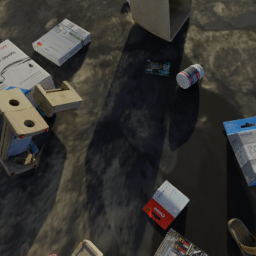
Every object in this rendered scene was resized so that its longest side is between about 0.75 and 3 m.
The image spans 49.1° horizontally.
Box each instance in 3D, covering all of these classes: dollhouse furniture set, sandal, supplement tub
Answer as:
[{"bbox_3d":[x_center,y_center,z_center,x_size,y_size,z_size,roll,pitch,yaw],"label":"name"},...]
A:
[{"bbox_3d":[-0.812,4.240,7.978,2.063,0.796,1.031,29,70,37],"label":"dollhouse furniture set"},{"bbox_3d":[3.634,3.440,8.343,0.663,0.446,1.650,-26,64,-14],"label":"sandal"},{"bbox_3d":[-3.079,-0.087,9.827,2.876,2.027,2.015,-19,58,-44],"label":"dollhouse furniture set"},{"bbox_3d":[2.519,-2.100,11.335,0.973,0.683,0.683,-34,66,-17],"label":"supplement tub"}]

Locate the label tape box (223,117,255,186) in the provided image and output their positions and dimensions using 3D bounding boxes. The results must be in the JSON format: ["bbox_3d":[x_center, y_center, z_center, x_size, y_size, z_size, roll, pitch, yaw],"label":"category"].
[{"bbox_3d":[4.683,0.567,9.749,1.819,0.839,2.539,-9,63,-5],"label":"label tape box"}]

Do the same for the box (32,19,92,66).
[{"bbox_3d":[-2.907,-3.842,12.470,1.611,0.425,2.066,34,65,18],"label":"box"}]

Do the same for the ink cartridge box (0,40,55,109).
[{"bbox_3d":[-4.542,-1.876,10.920,2.796,1.179,2.041,39,67,19],"label":"ink cartridge box"}]

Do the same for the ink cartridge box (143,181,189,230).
[{"bbox_3d":[1.215,2.452,8.994,0.975,0.288,1.218,39,66,20],"label":"ink cartridge box"}]

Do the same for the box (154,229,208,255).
[{"bbox_3d":[1.340,3.983,8.056,1.289,0.407,1.634,31,65,16],"label":"box"}]

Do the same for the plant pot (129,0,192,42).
[{"bbox_3d":[1.404,-5.799,12.595,2.184,2.466,2.464,21,62,24],"label":"plant pot"}]

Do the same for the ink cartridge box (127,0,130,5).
[{"bbox_3d":[0.410,-6.521,14.104,0.944,0.211,0.831,-14,76,-7],"label":"ink cartridge box"}]

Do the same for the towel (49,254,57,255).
[{"bbox_3d":[-2.461,4.532,7.887,1.142,0.180,1.586,-15,62,-8],"label":"towel"}]

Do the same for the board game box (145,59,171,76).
[{"bbox_3d":[1.263,-2.559,11.905,1.030,0.145,0.696,9,61,5],"label":"board game box"}]
